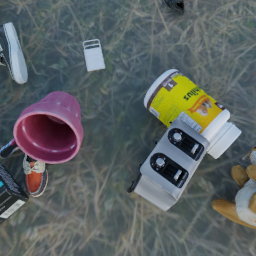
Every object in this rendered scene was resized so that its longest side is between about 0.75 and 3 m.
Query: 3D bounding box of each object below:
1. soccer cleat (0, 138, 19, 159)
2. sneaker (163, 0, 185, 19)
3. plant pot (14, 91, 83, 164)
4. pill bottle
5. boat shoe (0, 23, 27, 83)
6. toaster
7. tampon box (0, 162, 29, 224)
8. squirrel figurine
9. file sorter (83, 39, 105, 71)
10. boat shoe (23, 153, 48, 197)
[{"bbox_3d":[-3.642,0.551,8.844,1.075,0.464,0.376,-42,115,-34],"label":"soccer cleat"},{"bbox_3d":[1.831,-4.926,10.966,0.457,0.685,1.196,-25,67,-12],"label":"sneaker"},{"bbox_3d":[-2.135,-0.164,8.208,1.848,1.848,1.654,5,37,2],"label":"plant pot"},{"bbox_3d":[1.964,-0.407,8.597,2.826,1.544,1.544,43,74,15],"label":"pill bottle"},{"bbox_3d":[-4.215,-2.570,9.882,0.869,0.965,2.729,-19,61,-9],"label":"boat shoe"},{"bbox_3d":[1.091,1.115,7.804,1.271,2.141,1.936,34,64,11],"label":"toaster"},{"bbox_3d":[-4.577,1.522,7.680,2.061,1.736,2.751,-41,73,-15],"label":"tampon box"},{"bbox_3d":[4.080,1.726,7.877,2.489,1.761,2.323,34,60,-2],"label":"squirrel figurine"},{"bbox_3d":[-1.232,-2.631,10.057,0.645,0.579,0.929,-11,67,-5],"label":"file sorter"},{"bbox_3d":[-2.826,1.053,8.498,0.702,0.617,1.973,-2,69,-3],"label":"boat shoe"}]
